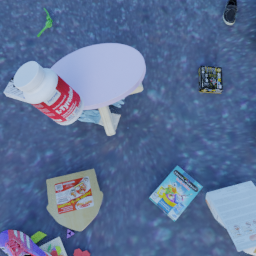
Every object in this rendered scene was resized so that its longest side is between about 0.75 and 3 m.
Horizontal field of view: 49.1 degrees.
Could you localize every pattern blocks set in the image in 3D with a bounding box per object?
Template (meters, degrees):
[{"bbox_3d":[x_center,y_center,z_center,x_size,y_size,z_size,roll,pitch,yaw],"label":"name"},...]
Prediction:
[{"bbox_3d":[-2.119,3.533,7.532,1.816,0.147,1.597,-40,72,-15],"label":"pattern blocks set"}]

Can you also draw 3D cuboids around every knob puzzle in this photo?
[{"bbox_3d":[-1.508,2.137,8.089,1.804,0.250,1.804,0,66,0],"label":"knob puzzle"}]

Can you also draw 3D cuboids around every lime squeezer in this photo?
[{"bbox_3d":[-3.160,-4.149,10.912,0.508,0.271,1.438,-11,64,29],"label":"lime squeezer"}]

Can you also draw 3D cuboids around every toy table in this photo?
[{"bbox_3d":[-0.859,-1.231,8.518,2.896,1.696,2.662,-4,73,6],"label":"toy table"}]

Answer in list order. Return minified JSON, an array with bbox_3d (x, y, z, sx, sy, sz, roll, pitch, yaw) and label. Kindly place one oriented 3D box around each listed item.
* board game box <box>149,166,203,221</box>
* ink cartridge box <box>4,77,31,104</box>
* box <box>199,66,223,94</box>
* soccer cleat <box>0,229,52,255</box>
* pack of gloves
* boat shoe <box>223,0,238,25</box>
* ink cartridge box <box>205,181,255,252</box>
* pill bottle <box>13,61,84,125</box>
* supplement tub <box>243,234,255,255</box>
[{"bbox_3d":[1.394,1.889,8.173,0.963,0.299,1.276,40,72,16],"label":"board game box"},{"bbox_3d":[-3.438,-1.226,9.543,1.365,0.302,0.642,16,68,7],"label":"ink cartridge box"},{"bbox_3d":[2.883,-1.701,9.791,0.784,0.242,0.982,5,66,0],"label":"box"},{"bbox_3d":[-2.733,3.199,7.248,1.959,0.717,0.668,23,73,23],"label":"soccer cleat"},{"bbox_3d":[-0.911,-0.676,9.389,1.533,0.302,1.288,14,76,11],"label":"pack of gloves"},{"bbox_3d":[4.031,-4.600,10.980,0.487,0.406,1.305,13,68,4],"label":"boat shoe"},{"bbox_3d":[3.133,2.366,7.552,1.438,0.445,1.773,-13,45,-6],"label":"ink cartridge box"},{"bbox_3d":[-1.862,-0.815,6.706,0.927,1.651,0.927,-13,59,22],"label":"pill bottle"},{"bbox_3d":[3.507,2.971,7.394,1.166,0.842,0.842,17,67,7],"label":"supplement tub"}]
